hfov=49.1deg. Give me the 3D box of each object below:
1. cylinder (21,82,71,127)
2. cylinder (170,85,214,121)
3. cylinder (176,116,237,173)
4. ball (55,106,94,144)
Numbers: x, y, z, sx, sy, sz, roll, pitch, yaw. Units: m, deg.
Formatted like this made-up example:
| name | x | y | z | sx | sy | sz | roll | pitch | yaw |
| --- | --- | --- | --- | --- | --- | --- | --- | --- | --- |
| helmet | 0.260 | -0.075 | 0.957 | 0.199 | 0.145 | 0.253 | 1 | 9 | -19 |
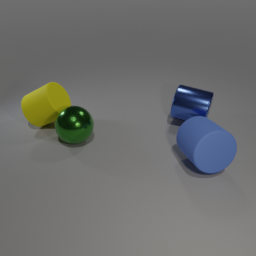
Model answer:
| name | x | y | z | sx | sy | sz | roll | pitch | yaw |
| --- | --- | --- | --- | --- | --- | --- | --- | --- | --- |
| cylinder | -3.236 | -0.926 | 11.168 | 1.400 | 1.400 | 1.400 | -22 | 23 | 23 |
| cylinder | 2.584 | -0.919 | 11.307 | 1.400 | 1.400 | 1.400 | 17 | 34 | 16 |
| cylinder | 2.422 | 0.490 | 8.816 | 1.400 | 1.400 | 1.400 | -6 | 22 | -11 |
| ball | -1.951 | -0.114 | 10.202 | 1.400 | 1.400 | 1.400 | 0 | 30 | 0 |
